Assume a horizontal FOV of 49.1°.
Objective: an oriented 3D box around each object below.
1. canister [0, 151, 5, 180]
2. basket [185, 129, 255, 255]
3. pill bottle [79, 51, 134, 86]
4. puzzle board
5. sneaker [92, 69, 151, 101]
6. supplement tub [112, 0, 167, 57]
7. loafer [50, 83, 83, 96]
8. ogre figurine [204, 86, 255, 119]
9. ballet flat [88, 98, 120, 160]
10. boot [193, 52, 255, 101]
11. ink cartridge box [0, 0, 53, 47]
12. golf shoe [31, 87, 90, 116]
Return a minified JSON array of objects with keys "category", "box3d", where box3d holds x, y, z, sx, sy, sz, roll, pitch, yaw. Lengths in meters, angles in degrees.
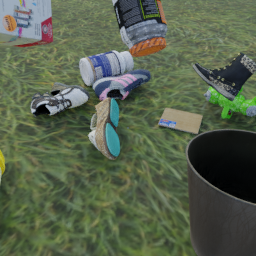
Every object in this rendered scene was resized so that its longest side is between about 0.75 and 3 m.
[{"category":"canister","box3d":[-4.062,1.700,6.714,1.876,1.093,2.527,-9,42,-11]},{"category":"basket","box3d":[2.150,1.600,5.616,2.352,2.609,1.774,14,42,15]},{"category":"pill bottle","box3d":[-0.872,-2.568,11.734,2.085,1.157,1.157,-21,44,-23]},{"category":"puzzle board","box3d":[1.840,-0.253,9.796,1.365,0.119,1.029,13,43,16]},{"category":"sneaker","box3d":[-0.086,-1.567,10.966,2.467,0.866,1.012,-19,60,-17]},{"category":"supplement tub","box3d":[0.346,-3.455,8.483,1.429,2.333,1.429,-14,1,0]},{"category":"loafer","box3d":[-2.281,-1.289,10.737,1.638,0.616,0.571,12,50,24]},{"category":"ogre figurine","box3d":[3.851,-0.966,9.869,1.554,1.272,2.593,-18,55,-47]},{"category":"ballet flat","box3d":[-0.774,0.080,8.971,0.904,0.976,2.768,-21,34,15]},{"category":"boot","box3d":[2.212,-1.344,6.403,1.285,0.971,0.464,49,21,26]},{"category":"ink cartridge box","box3d":[-3.580,-3.348,8.166,1.594,1.601,2.204,4,10,32]},{"category":"golf shoe","box3d":[-2.410,-0.827,10.012,2.137,0.831,1.010,-10,43,4]}]
